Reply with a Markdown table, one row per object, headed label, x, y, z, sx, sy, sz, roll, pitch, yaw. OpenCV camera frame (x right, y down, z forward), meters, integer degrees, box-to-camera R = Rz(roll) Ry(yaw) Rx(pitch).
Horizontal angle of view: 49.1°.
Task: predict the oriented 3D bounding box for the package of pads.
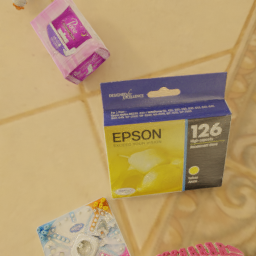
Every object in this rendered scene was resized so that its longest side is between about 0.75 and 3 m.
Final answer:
| label | x | y | z | sx | sy | sz | roll | pitch | yaw |
| --- | --- | --- | --- | --- | --- | --- | --- | --- | --- |
| package of pads | -1.628 | -2.511 | 7.867 | 1.374 | 0.862 | 2.280 | -38 | 72 | 12 |

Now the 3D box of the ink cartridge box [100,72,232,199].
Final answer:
| label | x | y | z | sx | sy | sz | roll | pitch | yaw |
| --- | --- | --- | --- | --- | --- | --- | --- | --- | --- |
| ink cartridge box | 0.862 | 0.269 | 6.306 | 2.754 | 2.787 | 0.655 | -6 | 31 | -1 |

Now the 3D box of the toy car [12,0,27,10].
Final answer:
| label | x | y | z | sx | sy | sz | roll | pitch | yaw |
| --- | --- | --- | --- | --- | --- | --- | --- | --- | --- |
| toy car | -3.221 | -3.967 | 8.550 | 0.728 | 0.759 | 0.823 | 9 | 90 | -33 |

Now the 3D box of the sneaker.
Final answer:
| label | x | y | z | sx | sy | sz | roll | pitch | yaw |
| --- | --- | --- | --- | --- | --- | --- | --- | --- | --- |
| sneaker | 1.545 | 3.134 | 6.139 | 2.016 | 0.744 | 0.882 | -13 | 88 | 6 |

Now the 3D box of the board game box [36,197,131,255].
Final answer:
| label | x | y | z | sx | sy | sz | roll | pitch | yaw |
| --- | --- | --- | --- | --- | --- | --- | --- | --- | --- |
| board game box | -1.017 | 2.810 | 6.544 | 1.837 | 0.238 | 1.838 | -23 | 72 | -8 |
